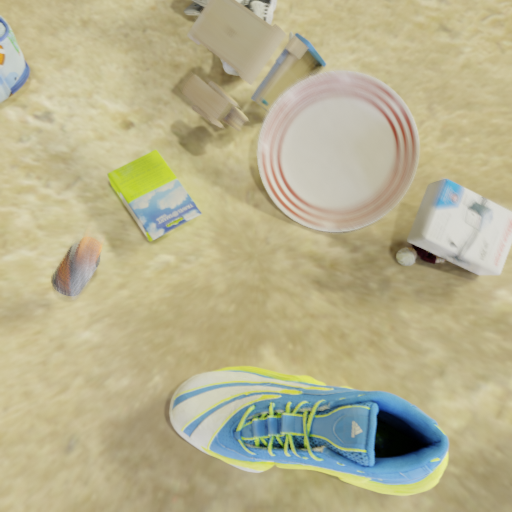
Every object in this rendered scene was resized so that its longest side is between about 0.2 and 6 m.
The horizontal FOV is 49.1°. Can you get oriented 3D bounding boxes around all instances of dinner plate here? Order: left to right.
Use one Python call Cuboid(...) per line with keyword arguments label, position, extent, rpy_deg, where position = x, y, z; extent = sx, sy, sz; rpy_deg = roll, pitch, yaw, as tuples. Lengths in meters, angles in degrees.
Cuboid(label="dinner plate", position=(1.237, -1.593, 8.633), extent=(2.446, 0.297, 2.446), rpy_deg=(0, 92, 12))

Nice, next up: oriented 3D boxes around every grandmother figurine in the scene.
Cuboid(label="grandmother figurine", position=(2.574, -0.154, 8.355), extent=(1.059, 0.321, 0.642), rpy_deg=(-26, 65, -10))

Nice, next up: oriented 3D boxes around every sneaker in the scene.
Cuboid(label="sneaker", position=(-0.627, -4.433, 10.163), extent=(1.720, 1.124, 2.992), rpy_deg=(11, 57, 6))
Cuboid(label="sneaker", position=(0.598, 1.839, 6.455), extent=(3.374, 1.772, 1.278), rpy_deg=(9, 63, 4))

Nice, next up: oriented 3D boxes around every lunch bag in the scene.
Cuboid(label="lunch bag", position=(-5.689, -3.231, 9.460), extent=(2.640, 1.245, 3.294), rpy_deg=(41, 70, 21))

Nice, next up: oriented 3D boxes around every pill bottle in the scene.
Cuboid(label="pill bottle", position=(-2.408, 0.125, 7.595), extent=(0.441, 0.829, 0.441), rpy_deg=(31, 27, -18))

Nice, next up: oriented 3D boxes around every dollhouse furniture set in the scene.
Cuboid(label="dollhouse furniture set", position=(-0.122, -2.959, 9.073), extent=(1.275, 1.954, 1.845), rpy_deg=(44, 105, 23))

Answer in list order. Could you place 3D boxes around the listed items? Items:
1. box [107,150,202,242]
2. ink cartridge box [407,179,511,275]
Cuboid(label="box", position=(-1.565, -0.899, 8.703), extent=(0.895, 0.350, 1.468), rpy_deg=(-31, 66, -15))
Cuboid(label="ink cartridge box", position=(2.958, -0.391, 7.990), extent=(1.284, 0.551, 0.940), rpy_deg=(24, 83, -9))
